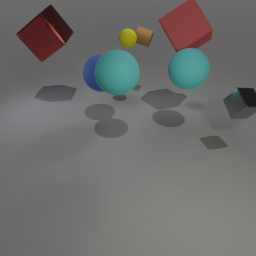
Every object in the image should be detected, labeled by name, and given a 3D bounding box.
[{"bbox_3d":[-0.013,-3.484,10.866,0.700,0.700,0.700,0,32,0],"label":"ball"},{"bbox_3d":[3.498,-0.749,8.556,0.700,0.700,0.700,-2,63,-26],"label":"cube"},{"bbox_3d":[-3.293,-3.806,11.280,1.400,1.400,1.400,-28,30,24],"label":"cube"},{"bbox_3d":[-1.009,-2.076,10.600,1.400,1.400,1.400,0,32,0],"label":"ball"},{"bbox_3d":[-0.340,-1.733,8.803,1.400,1.400,1.400,0,32,0],"label":"ball"},{"bbox_3d":[2.090,-2.035,9.675,1.400,1.400,1.400,0,32,0],"label":"ball"},{"bbox_3d":[2.164,-3.658,10.414,1.400,1.400,1.400,-30,-3,15],"label":"cube"},{"bbox_3d":[0.673,-3.978,12.206,0.700,0.700,0.700,21,34,4],"label":"cylinder"}]
